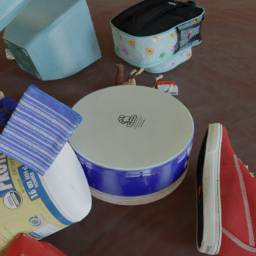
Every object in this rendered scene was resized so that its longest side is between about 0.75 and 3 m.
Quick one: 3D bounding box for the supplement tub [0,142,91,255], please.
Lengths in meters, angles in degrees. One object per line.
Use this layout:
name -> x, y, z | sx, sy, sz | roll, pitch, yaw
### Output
supplement tub -> -2.046, 1.185, 4.789 | 2.422, 1.752, 1.752 | -26, 45, -1

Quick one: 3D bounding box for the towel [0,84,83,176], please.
towel -> -1.162, 0.064, 3.597 | 0.774, 1.069, 0.128 | 33, 18, -12

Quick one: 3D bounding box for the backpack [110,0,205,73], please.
backpack -> 0.860, -3.186, 9.662 | 2.797, 2.144, 2.459 | -27, 50, -26

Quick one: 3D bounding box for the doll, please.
doll -> -2.821, -0.167, 7.485 | 2.393, 0.580, 1.632 | 24, 45, 16

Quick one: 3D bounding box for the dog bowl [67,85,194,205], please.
dog bowl -> 0.029, 0.245, 6.594 | 2.927, 1.153, 2.927 | 0, 41, 0

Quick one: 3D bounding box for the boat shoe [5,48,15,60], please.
boat shoe -> -4.226, -3.132, 10.901 | 0.503, 0.437, 1.364 | 18, 45, 19

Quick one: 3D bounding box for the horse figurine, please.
horse figurine -> 0.391, -1.204, 8.595 | 2.097, 0.523, 1.390 | 26, 65, 16

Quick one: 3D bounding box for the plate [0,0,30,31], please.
plate -> -2.502, -2.123, 5.357 | 2.584, 0.330, 2.584 | -33, 28, 20

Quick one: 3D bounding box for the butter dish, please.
butter dish -> -1.322, 2.381, 4.376 | 1.327, 0.981, 1.323 | 33, 93, 8

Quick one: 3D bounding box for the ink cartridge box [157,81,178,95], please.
ink cartridge box -> 1.275, -1.370, 9.126 | 0.619, 0.183, 0.774 | 1, 43, 1

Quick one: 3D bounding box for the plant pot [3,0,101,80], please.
plant pot -> -2.696, -2.969, 9.471 | 2.292, 2.285, 2.334 | 29, 63, 28

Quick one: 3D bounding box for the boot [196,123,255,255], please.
boot -> 2.499, 1.186, 5.684 | 2.098, 1.053, 2.908 | 6, 50, 6
